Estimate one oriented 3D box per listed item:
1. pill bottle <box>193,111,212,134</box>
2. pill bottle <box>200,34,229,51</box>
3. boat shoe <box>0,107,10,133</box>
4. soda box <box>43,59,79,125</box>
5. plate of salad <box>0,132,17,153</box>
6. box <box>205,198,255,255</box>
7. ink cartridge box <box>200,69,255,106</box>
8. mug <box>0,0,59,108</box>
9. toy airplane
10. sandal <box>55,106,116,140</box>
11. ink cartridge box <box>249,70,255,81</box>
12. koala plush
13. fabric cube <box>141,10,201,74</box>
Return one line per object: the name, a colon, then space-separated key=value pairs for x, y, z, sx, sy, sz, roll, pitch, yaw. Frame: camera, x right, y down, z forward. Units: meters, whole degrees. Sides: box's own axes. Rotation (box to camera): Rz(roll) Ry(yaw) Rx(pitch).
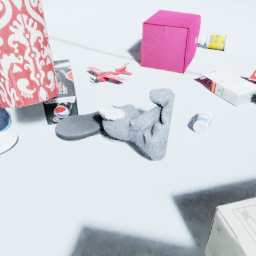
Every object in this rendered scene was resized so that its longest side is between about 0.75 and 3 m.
pill bottle: x=2.258 y=-0.193 z=8.374 sx=0.441 sy=0.441 sz=0.786 roll=17 pitch=38 yaw=22
pill bottle: x=4.209 y=-4.216 z=13.703 sx=1.266 sy=0.709 sz=0.709 roll=12 pitch=38 yaw=17
boat shoe: x=-4.740 y=-0.046 z=7.744 sx=1.136 sy=0.927 sz=2.700 roll=29 pitch=45 yaw=34
soda box: x=-2.326 y=-1.331 z=9.520 sx=1.045 sy=0.935 sz=2.952 roll=-8 pitch=37 yaw=-11
plate of salad: x=-3.531 y=0.460 z=7.633 sx=1.067 sy=0.256 sz=1.067 roll=-9 pitch=35 yaw=6
box: x=2.765 y=2.027 z=4.520 sx=2.457 sy=1.339 sz=1.571 roll=-9 pitch=37 yaw=-12
ink cartridge box: x=3.631 y=-1.524 z=10.183 sx=1.059 sy=0.489 sz=1.943 roll=-19 pitch=39 yaw=-24
mug: x=-2.573 y=-1.938 z=6.377 sx=1.715 sy=2.570 sz=2.282 roll=-16 pitch=21 yaw=-15
toy airplane: x=-0.647 y=-2.176 z=11.168 sx=2.032 sy=0.374 sz=2.032 roll=-1 pitch=34 yaw=1
sandal: x=-1.028 y=-0.061 z=8.256 sx=2.332 sy=0.499 sz=0.887 roll=-19 pitch=46 yaw=-39
ink cartridge box: x=5.307 y=-1.438 z=9.904 sx=1.919 sy=0.645 sz=1.115 roll=23 pitch=42 yaw=28
koala plush: x=0.163 y=-0.074 z=7.295 sx=1.850 sy=1.640 sz=1.700 roll=9 pitch=61 yaw=8
fabric cube: x=1.840 y=-3.727 z=11.963 sx=1.998 sy=1.960 sz=1.992 roll=15 pitch=38 yaw=18
